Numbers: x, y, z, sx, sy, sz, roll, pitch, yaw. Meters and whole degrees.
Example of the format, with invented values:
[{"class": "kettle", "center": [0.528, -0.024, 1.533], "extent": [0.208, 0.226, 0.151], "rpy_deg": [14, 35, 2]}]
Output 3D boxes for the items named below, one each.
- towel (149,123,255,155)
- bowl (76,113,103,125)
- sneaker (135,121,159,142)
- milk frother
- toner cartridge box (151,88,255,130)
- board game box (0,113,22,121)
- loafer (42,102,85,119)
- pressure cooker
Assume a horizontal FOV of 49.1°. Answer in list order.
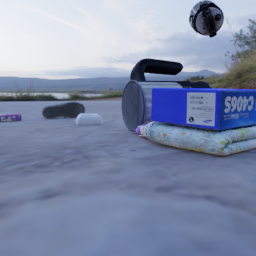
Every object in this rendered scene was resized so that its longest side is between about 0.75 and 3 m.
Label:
[{"class": "towel", "center": [1.521, 0.112, 5.178], "extent": [1.779, 0.428, 1.522], "rpy_deg": [-6, 8, -41]}, {"class": "bowl", "center": [-1.277, -0.304, 9.249], "extent": [0.881, 0.329, 0.880], "rpy_deg": [0, 7, -13]}, {"class": "sneaker", "center": [0.395, 0.094, 5.796], "extent": [0.634, 0.403, 1.111], "rpy_deg": [-4, -3, 21]}, {"class": "milk frother", "center": [0.787, -0.554, 7.661], "extent": [2.084, 2.000, 2.216], "rpy_deg": [-3, -36, -25]}, {"class": "toner cartridge box", "center": [1.959, -0.464, 5.600], "extent": [2.973, 0.642, 1.412], "rpy_deg": [-6, 13, -42]}, {"class": "board game box", "center": [-4.967, -0.370, 10.176], "extent": [1.840, 0.297, 1.105], "rpy_deg": [-5, 12, -37]}, {"class": "loafer", "center": [-2.690, -0.771, 11.656], "extent": [1.830, 0.688, 0.637], "rpy_deg": [-4, 12, -28]}, {"class": "pressure cooker", "center": [2.827, -3.937, 10.038], "extent": [1.102, 1.119, 1.253], "rpy_deg": [16, 34, -12]}]
